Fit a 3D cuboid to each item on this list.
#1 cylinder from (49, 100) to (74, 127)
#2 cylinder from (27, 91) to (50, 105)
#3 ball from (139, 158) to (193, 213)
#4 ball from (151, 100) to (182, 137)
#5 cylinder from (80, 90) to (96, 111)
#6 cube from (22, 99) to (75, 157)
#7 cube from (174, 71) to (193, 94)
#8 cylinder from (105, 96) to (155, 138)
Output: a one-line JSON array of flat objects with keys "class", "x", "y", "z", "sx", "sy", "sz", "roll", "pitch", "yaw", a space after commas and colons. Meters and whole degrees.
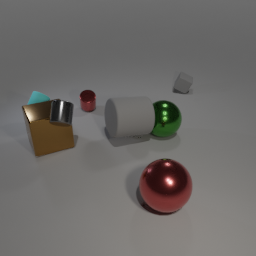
[{"class": "cylinder", "x": -2.113, "y": -0.455, "z": 8.934, "sx": 0.700, "sy": 0.700, "sz": 0.700, "roll": 4, "pitch": -12, "yaw": 1}, {"class": "cylinder", "x": -3.511, "y": -0.981, "z": 10.976, "sx": 0.700, "sy": 0.700, "sz": 0.700, "roll": 20, "pitch": -10, "yaw": 4}, {"class": "ball", "x": 0.995, "y": 1.509, "z": 7.414, "sx": 1.400, "sy": 1.400, "sz": 1.400, "roll": 0, "pitch": 31, "yaw": 0}, {"class": "ball", "x": 1.317, "y": -0.347, "z": 10.539, "sx": 1.400, "sy": 1.400, "sz": 1.400, "roll": 0, "pitch": 31, "yaw": 0}, {"class": "cylinder", "x": -1.763, "y": -1.208, "z": 12.339, "sx": 0.700, "sy": 0.700, "sz": 0.700, "roll": 3, "pitch": 61, "yaw": -5}, {"class": "cube", "x": -2.848, "y": -0.050, "z": 10.027, "sx": 1.400, "sy": 1.400, "sz": 1.400, "roll": -15, "pitch": 34, "yaw": -23}, {"class": "cube", "x": 2.805, "y": -2.296, "z": 14.189, "sx": 0.700, "sy": 0.700, "sz": 0.700, "roll": 26, "pitch": 39, "yaw": -4}, {"class": "cylinder", "x": 0.034, "y": -0.406, "z": 9.993, "sx": 1.400, "sy": 1.400, "sz": 1.400, "roll": -6, "pitch": 31, "yaw": -23}]
